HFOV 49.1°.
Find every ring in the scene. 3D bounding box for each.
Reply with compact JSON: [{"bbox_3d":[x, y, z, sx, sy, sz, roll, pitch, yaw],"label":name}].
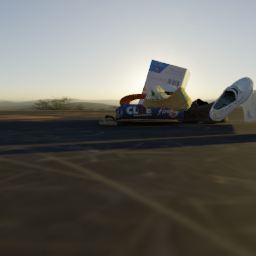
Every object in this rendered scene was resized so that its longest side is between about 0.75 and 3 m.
[{"bbox_3d":[0.761,-0.708,10.016,2.197,0.211,2.197,8,-15,2],"label":"ring"}]

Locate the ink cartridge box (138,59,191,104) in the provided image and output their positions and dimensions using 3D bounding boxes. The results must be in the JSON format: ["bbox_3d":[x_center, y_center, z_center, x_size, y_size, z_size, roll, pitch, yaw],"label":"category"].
[{"bbox_3d":[1.561,-1.597,11.988,1.558,2.124,1.551,20,9,16],"label":"ink cartridge box"}]

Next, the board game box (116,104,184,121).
[{"bbox_3d":[0.566,-0.472,9.087,1.755,0.448,2.591,0,1,-7],"label":"board game box"}]

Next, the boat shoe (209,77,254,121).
[{"bbox_3d":[3.030,-0.907,8.008,0.641,1.742,0.582,36,-14,26],"label":"boat shoe"}]

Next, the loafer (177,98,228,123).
[{"bbox_3d":[2.528,-0.630,9.914,0.862,0.838,2.360,-3,5,-34],"label":"loafer"}]

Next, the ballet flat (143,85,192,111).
[{"bbox_3d":[0.604,-0.559,4.820,0.441,0.405,1.285,-37,22,-21],"label":"ballet flat"}]

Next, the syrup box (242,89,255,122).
[{"bbox_3d":[4.608,-0.780,8.060,1.030,0.996,2.528,-12,3,-25],"label":"syrup box"}]

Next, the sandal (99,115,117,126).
[{"bbox_3d":[-0.573,-0.230,8.277,0.441,0.296,1.097,-1,3,-15],"label":"sandal"}]
